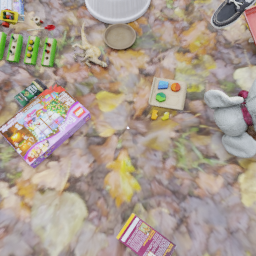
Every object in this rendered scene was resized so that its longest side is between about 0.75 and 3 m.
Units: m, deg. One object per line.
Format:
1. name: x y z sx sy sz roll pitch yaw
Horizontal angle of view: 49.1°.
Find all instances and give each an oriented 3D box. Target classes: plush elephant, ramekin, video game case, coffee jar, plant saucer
1. plush elephant: 3.524 -0.475 8.010 2.222 2.363 2.870 -4 25 36
2. ramekin: -0.393 -5.154 10.276 2.511 1.169 2.511 0 68 1
3. video game case: -4.885 -4.788 10.515 1.799 0.451 1.985 -9 68 -4
4. coffee jar: -3.098 -1.108 9.021 0.534 0.437 1.025 39 73 15
5. plant saucer: -0.293 -3.264 10.051 1.159 0.171 1.159 0 69 0
6. plant saucer: 5.091 -3.369 9.659 2.036 0.374 2.040 -24 95 -10

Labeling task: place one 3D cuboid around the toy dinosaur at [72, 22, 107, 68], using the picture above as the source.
1. toy dinosaur: -1.447 -2.696 9.727 0.962 0.554 1.903 -25 77 -26

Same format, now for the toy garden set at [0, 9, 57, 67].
1. toy garden set: -3.566 -3.162 9.617 2.202 0.439 1.836 8 82 3

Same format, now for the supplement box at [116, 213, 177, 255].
1. supplement box: 0.460 2.954 7.273 1.374 0.588 0.758 34 72 13

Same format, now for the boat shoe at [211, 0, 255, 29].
1. boat shoe: 2.359 -2.653 5.827 1.430 0.431 0.528 -35 80 5

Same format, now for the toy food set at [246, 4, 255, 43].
1. toy food set: 4.884 -3.938 10.104 1.033 0.573 1.755 5 68 2

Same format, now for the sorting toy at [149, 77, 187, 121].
1. sorting toy: 1.270 -0.935 9.074 1.148 0.206 1.541 11 68 5

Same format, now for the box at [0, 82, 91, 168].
1. box: -2.534 -0.150 8.609 1.602 0.458 2.341 42 74 15
